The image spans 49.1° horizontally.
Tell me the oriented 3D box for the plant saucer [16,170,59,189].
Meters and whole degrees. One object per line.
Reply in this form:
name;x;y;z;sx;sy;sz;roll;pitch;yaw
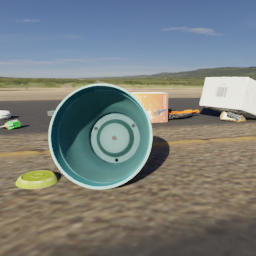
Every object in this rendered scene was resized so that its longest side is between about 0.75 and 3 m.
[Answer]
plant saucer;-1.817;1.010;5.634;0.833;0.129;0.833;1;10;0

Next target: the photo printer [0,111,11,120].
photo printer;-6.653;-0.644;14.133;1.236;0.429;1.028;4;10;17

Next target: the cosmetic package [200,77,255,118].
cosmetic package;5.526;-1.480;14.101;2.555;1.570;2.547;11;3;-32

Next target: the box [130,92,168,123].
box;0.870;-0.982;13.229;1.838;1.400;0.977;-3;9;-11

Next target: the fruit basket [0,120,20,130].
fruit basket;-4.882;-0.141;11.538;0.763;0.358;0.707;1;10;21

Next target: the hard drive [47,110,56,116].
hard drive;-3.727;-0.890;15.988;1.015;0.275;1.453;5;10;25

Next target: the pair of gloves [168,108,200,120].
pair of gloves;2.169;-0.762;15.151;2.473;0.343;2.775;-10;11;-40

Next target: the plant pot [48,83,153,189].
plant pot;-0.412;0.205;5.842;1.891;1.891;1.777;1;-4;7

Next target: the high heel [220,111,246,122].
high heel;5.086;-0.465;13.672;0.949;0.475;1.331;22;-3;-2
